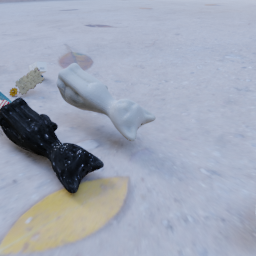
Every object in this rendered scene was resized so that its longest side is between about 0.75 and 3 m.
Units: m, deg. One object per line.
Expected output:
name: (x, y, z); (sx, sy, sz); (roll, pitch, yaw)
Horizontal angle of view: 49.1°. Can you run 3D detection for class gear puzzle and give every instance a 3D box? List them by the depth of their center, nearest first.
gear puzzle: (-3.523, -1.491, 9.706); (1.356, 0.178, 0.702); (-35, 68, 1)

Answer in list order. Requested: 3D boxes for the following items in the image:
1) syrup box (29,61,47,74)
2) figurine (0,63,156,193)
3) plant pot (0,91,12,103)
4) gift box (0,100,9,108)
syrup box: (-3.549, -2.326, 10.993); (0.383, 0.396, 0.973); (-7, 3, -37)
figurine: (-1.098, -0.123, 6.527); (2.694, 1.189, 2.761); (34, 61, 32)
plant pot: (-4.023, -0.717, 8.083); (0.862, 1.279, 1.279); (-50, 46, -7)
gift box: (-3.120, -0.273, 7.135); (0.792, 0.739, 0.730); (14, 76, 20)
